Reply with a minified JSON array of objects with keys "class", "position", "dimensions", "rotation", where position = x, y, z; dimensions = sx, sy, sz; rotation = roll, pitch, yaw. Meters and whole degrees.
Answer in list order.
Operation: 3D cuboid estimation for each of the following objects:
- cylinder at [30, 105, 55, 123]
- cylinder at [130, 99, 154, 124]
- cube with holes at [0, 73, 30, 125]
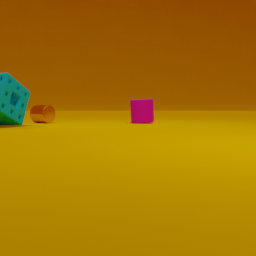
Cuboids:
[{"class":"cylinder","position":[-3.604,-0.586,11.846],"dimensions":[0.753,0.753,0.753],"rotation":[2,4,28]},{"class":"cylinder","position":[0.596,-0.713,11.786],"dimensions":[0.972,0.972,0.972],"rotation":[-3,6,0]},{"class":"cube with holes","position":[-4.287,-0.912,9.297],"dimensions":[1.279,1.279,1.279],"rotation":[0,-21,16]}]
